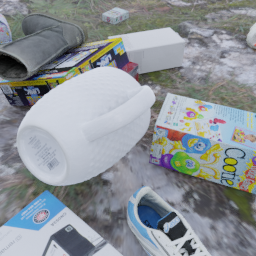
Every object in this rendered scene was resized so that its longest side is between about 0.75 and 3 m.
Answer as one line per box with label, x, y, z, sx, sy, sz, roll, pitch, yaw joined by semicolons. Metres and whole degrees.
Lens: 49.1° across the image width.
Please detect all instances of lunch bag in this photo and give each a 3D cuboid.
lunch bag;-4.904;-3.870;10.838;0.594;0.934;0.792;-15;46;-16

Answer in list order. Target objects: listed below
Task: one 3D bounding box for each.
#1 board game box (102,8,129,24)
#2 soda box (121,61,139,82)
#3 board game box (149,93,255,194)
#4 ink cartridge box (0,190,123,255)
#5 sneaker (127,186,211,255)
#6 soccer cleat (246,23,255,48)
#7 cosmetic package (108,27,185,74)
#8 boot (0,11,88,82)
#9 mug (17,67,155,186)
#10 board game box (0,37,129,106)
board game box;-0.558;-5.016;12.521;0.738;0.321;1.000;27;49;27
soda box;-0.523;-1.113;7.999;0.698;0.771;2.202;23;48;23
board game box;1.792;0.298;6.075;2.356;1.213;1.235;15;44;12
ink cartridge box;-1.037;2.339;4.134;2.356;0.986;1.709;30;51;28
sneaker;0.843;1.997;4.587;0.907;0.915;2.524;-28;51;-27
soccer cleat;4.992;-3.619;10.751;0.902;0.805;2.324;30;44;34
cosmetic package;0.591;-2.572;9.410;2.301;0.976;1.238;-11;43;-13
boot;-2.652;-2.181;7.377;2.480;0.990;2.728;12;44;26
mug;-0.579;-0.088;4.809;2.369;1.749;2.077;-21;12;37
board game box;-1.774;-1.531;7.753;2.866;0.813;2.369;5;37;38
